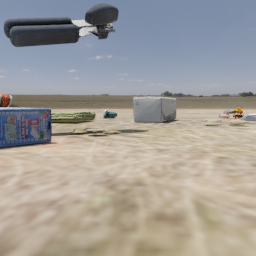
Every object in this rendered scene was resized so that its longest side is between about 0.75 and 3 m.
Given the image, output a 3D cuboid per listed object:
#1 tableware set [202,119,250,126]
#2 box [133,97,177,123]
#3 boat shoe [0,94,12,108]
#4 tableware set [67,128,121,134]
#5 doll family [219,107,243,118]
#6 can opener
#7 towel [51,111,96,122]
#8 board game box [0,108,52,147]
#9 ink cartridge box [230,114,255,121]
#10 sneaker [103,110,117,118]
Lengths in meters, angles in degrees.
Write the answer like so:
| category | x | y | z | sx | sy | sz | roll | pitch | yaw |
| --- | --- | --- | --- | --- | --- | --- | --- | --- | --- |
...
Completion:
| category | x | y | z | sx | sy | sz | roll | pitch | yaw |
| --- | --- | --- | --- | --- | --- | --- | --- | --- | --- |
| tableware set | 2.853 | -0.163 | 8.266 | 1.358 | 0.158 | 1.134 | 2 | 5 | 21 |
| box | 1.071 | -0.695 | 10.348 | 1.045 | 0.870 | 2.544 | 2 | 5 | 22 |
| boat shoe | -3.264 | -0.500 | 6.881 | 1.111 | 0.396 | 0.348 | -30 | -24 | 34 |
| tableware set | -0.678 | 0.063 | 5.640 | 0.980 | 0.114 | 0.819 | 1 | 2 | 37 |
| doll family | 4.671 | -0.692 | 12.493 | 1.163 | 0.524 | 0.722 | -1 | 5 | -15 |
| can opener | -1.288 | -2.251 | 5.881 | 2.441 | 0.816 | 0.651 | -17 | 52 | -35 |
| towel | -2.085 | -0.388 | 9.799 | 1.460 | 0.359 | 1.968 | 0 | 5 | 15 |
| board game box | -2.363 | -0.023 | 3.986 | 1.766 | 0.545 | 1.765 | 3 | 5 | 30 |
| ink cartridge box | 4.512 | -0.420 | 10.791 | 1.137 | 0.324 | 0.924 | 7 | 7 | 27 |
| sneaker | -0.783 | -0.616 | 12.648 | 0.462 | 0.393 | 1.012 | 5 | 7 | 18 |
